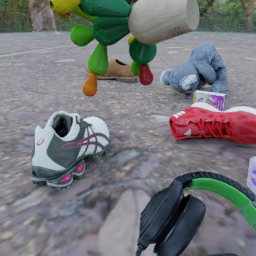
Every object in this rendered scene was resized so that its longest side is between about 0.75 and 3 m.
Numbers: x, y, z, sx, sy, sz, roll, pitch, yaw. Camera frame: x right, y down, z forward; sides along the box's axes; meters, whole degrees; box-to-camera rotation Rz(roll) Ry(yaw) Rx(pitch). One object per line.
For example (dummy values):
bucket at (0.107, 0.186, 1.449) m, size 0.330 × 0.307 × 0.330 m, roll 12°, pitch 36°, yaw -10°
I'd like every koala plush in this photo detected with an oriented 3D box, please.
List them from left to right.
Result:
koala plush at (2.495, -2.104, 11.014) m, size 2.191 × 2.013 × 1.943 m, roll -23°, pitch 30°, yaw -20°

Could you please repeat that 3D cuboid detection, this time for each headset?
headset at (0.612, 1.511, 3.247) m, size 2.616 × 1.229 × 1.615 m, roll -14°, pitch 55°, yaw -31°

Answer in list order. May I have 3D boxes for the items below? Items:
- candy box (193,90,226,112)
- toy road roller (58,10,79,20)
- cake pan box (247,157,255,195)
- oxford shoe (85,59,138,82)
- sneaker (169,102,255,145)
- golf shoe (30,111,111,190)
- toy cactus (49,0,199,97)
candy box at (2.666, -0.833, 9.253) m, size 0.980 × 0.668 × 0.299 m, roll 12°, pitch 25°, yaw 28°
toy road roller at (-1.187, -2.715, 4.732) m, size 0.934 × 1.521 × 1.110 m, roll -32°, pitch 12°, yaw 9°
cake pan box at (3.735, 1.230, 4.340) m, size 2.624 × 0.745 × 2.849 m, roll -2°, pitch 23°, yaw -10°
oxford shoe at (-0.836, -2.891, 13.713) m, size 2.843 × 1.013 × 1.014 m, roll 8°, pitch 26°, yaw 22°
sneaker at (2.087, 0.086, 7.010) m, size 1.533 × 1.040 × 2.653 m, roll -23°, pitch 19°, yaw -27°
golf shoe at (-1.105, 0.154, 6.236) m, size 1.107 × 1.263 × 2.869 m, roll 4°, pitch 22°, yaw 13°
toy cactus at (-0.159, -1.502, 4.325) m, size 2.389 × 2.895 × 1.481 m, roll 4°, pitch 63°, yaw 37°
